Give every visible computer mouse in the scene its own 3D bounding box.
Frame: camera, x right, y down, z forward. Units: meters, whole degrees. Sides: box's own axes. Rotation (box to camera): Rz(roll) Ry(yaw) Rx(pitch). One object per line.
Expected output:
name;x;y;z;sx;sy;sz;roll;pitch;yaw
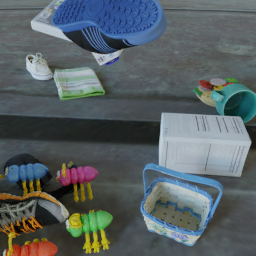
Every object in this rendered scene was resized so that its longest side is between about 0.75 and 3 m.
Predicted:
computer mouse;-2.224;1.076;7.342;1.595;0.523;2.272;-25;41;-32

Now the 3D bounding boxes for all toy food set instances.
toy food set;3.740;-1.426;11.185;2.163;0.526;2.141;-7;33;-9

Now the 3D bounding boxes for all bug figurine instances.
bug figurine;-1.589;1.614;5.947;2.253;0.748;2.905;-7;42;-17

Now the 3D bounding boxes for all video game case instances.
video game case;-1.150;-3.619;9.106;2.926;0.342;2.660;19;53;8

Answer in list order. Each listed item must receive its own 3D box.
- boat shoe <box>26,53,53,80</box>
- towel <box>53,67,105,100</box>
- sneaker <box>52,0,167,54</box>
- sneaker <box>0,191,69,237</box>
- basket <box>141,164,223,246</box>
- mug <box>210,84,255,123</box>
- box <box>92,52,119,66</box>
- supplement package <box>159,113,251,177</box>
boat shoe;-4.248;-3.028;13.243;0.840;0.969;2.274;-20;38;-28
towel;-2.188;-2.034;12.255;1.911;0.393;2.562;-11;35;-15
sneaker;-0.263;-1.842;5.158;2.614;0.917;1.018;23;-4;39
sneaker;-2.186;1.866;5.816;2.107;0.824;0.814;-8;37;22
basket;1.023;1.502;5.612;1.483;1.682;1.170;13;36;20
mug;3.607;-0.973;9.596;1.267;1.542;0.954;-32;27;10
box;-0.953;-3.001;10.348;0.881;1.480;0.307;-21;24;28
supplement package;1.979;0.435;7.662;2.182;1.241;1.195;4;35;4
